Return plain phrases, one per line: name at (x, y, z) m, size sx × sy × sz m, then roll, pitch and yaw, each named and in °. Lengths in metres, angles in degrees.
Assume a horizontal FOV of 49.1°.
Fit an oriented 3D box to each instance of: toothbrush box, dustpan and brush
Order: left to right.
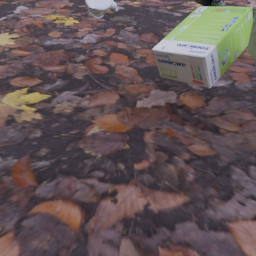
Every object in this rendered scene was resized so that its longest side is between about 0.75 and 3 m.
dustpan and brush at (-0.868, -4.021, 8.441) m, size 0.778 × 1.898 × 2.720 m, roll -21°, pitch -4°, yaw 34°
toothbrush box at (1.962, -2.176, 7.230) m, size 1.593 × 0.942 × 2.188 m, roll 23°, pitch 59°, yaw 41°

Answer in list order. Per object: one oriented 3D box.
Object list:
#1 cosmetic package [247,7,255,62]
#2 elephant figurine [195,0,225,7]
cosmetic package at (3.126, -1.919, 5.690) m, size 0.732 × 2.053 × 1.041 m, roll -30°, pitch 68°, yaw 6°
elephant figurine at (2.799, -4.223, 8.030) m, size 1.314 × 1.198 × 1.693 m, roll 42°, pitch 86°, yaw 4°
